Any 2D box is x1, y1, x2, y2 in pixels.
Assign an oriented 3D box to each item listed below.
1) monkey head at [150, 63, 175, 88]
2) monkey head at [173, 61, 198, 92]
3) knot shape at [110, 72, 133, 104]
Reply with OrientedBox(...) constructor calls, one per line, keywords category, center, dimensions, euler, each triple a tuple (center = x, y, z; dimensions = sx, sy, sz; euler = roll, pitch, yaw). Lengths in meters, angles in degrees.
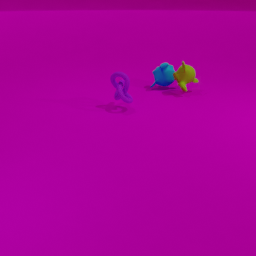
OrientedBox(category="monkey head", center=(1.602, -2.285, 12.024), dimensions=(1.539, 0.927, 1.107), euler=(-18, -3, 1))
OrientedBox(category="monkey head", center=(2.372, -2.038, 11.387), dimensions=(0.853, 1.416, 1.018), euler=(-32, 49, 21))
OrientedBox(category="knot shape", center=(-0.251, -1.387, 10.011), dimensions=(0.550, 1.190, 1.113), euler=(-20, 3, -14))
